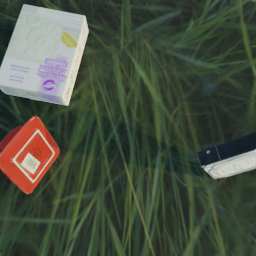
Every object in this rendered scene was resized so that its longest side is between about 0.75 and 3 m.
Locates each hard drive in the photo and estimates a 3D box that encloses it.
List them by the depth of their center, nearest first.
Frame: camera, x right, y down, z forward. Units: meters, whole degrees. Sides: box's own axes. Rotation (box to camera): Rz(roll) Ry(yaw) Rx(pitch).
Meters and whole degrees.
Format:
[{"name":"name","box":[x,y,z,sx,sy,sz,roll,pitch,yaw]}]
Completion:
[{"name":"hard drive","box":[2.985,0.580,6.639,2.354,1.645,0.445,-23,62,18]}]

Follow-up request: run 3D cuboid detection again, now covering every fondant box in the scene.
[{"name":"fondant box","box":[-2.445,-2.168,8.299,1.938,0.783,2.687,11,75,2]}]

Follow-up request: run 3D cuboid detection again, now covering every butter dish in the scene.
[{"name":"butter dish","box":[-2.760,0.624,7.186,1.137,1.538,1.534,10,52,27]}]
